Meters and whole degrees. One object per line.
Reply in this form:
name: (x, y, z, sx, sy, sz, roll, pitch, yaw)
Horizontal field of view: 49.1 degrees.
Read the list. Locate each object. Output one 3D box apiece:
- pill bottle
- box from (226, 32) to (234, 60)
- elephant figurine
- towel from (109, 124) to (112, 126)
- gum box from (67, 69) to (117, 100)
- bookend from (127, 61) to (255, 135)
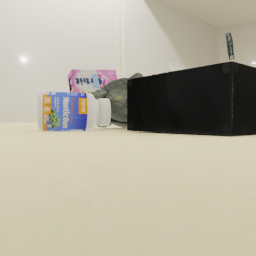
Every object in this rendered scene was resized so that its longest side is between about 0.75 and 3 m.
pill bottle: (-1.512, -0.462, 7.925, 1.958, 1.097, 1.097, 0, 1, -14)
box: (4.334, -3.477, 11.906, 0.232, 0.909, 0.717, -9, 44, 17)
elephant figurine: (-0.291, -0.695, 10.329, 2.033, 2.230, 2.874, -45, 8, -21)
towel: (-1.411, -0.222, 17.192, 0.807, 0.165, 1.103, 1, 1, 1)
gum box: (-1.778, -2.148, 14.335, 2.597, 1.474, 0.859, -6, -14, -30)
bookend: (2.000, -0.564, 6.908, 2.922, 1.346, 2.904, -1, 1, -40)
